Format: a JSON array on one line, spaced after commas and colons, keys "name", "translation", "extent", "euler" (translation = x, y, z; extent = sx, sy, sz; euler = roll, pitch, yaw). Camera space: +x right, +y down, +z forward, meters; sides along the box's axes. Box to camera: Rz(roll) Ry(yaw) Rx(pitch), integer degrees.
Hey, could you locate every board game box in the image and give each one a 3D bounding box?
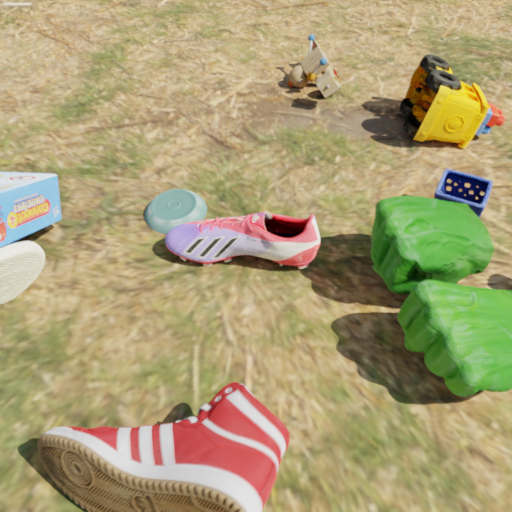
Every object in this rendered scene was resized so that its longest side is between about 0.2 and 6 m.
[{"name": "board game box", "translation": [-4.947, -0.664, 8.420], "extent": [2.799, 0.799, 2.859], "euler": [4, 18, 11]}]

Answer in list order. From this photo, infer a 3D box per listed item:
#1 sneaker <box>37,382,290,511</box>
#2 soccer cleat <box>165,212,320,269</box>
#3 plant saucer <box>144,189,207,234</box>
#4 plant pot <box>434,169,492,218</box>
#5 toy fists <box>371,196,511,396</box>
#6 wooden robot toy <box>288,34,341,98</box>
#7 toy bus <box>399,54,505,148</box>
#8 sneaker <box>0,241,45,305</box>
[{"name": "sneaker", "translation": [-0.995, 2.154, 6.382], "extent": [2.826, 1.007, 1.589], "euler": [5, 26, 26]}, {"name": "soccer cleat", "translation": [-0.236, -0.359, 8.929], "extent": [2.507, 0.958, 0.836], "euler": [6, 47, 8]}, {"name": "plant saucer", "translation": [-1.450, -0.848, 9.966], "extent": [1.131, 0.203, 1.131], "euler": [-2, 47, 2]}, {"name": "plant pot", "translation": [3.502, -0.903, 9.684], "extent": [0.840, 0.756, 0.841], "euler": [20, 48, 19]}, {"name": "toy fists", "translation": [2.595, 0.424, 7.840], "extent": [1.678, 1.132, 3.292], "euler": [6, 49, -23]}, {"name": "wooden robot toy", "translation": [1.311, -4.215, 13.251], "extent": [1.083, 1.051, 2.387], "euler": [-31, 42, 19]}, {"name": "toy bus", "translation": [4.167, -3.194, 11.775], "extent": [1.899, 1.342, 1.978], "euler": [13, 41, -6]}, {"name": "sneaker", "translation": [-4.633, 0.270, 8.279], "extent": [2.665, 1.023, 1.483], "euler": [-36, 61, -25]}]
